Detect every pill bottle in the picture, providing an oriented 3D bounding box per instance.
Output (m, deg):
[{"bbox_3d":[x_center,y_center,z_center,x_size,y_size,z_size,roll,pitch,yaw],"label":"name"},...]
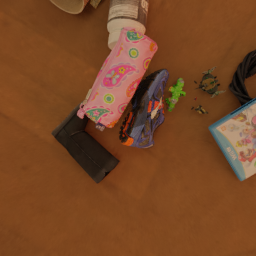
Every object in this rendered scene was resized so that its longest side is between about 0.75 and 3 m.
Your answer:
[{"bbox_3d":[-0.004,-3.242,8.081,1.120,1.120,1.968,6,85,1],"label":"pill bottle"}]

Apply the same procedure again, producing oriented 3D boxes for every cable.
[{"bbox_3d":[4.256,-1.403,8.108,2.643,0.671,2.157,-4,85,1],"label":"cable"}]

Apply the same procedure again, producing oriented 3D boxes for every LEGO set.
[{"bbox_3d":[2.307,-1.111,8.299,0.911,0.398,1.404,37,98,6],"label":"LEGO set"}]

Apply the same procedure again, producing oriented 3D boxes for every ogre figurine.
[{"bbox_3d":[1.404,-1.022,8.104,0.499,0.610,1.017,40,85,3],"label":"ogre figurine"}]

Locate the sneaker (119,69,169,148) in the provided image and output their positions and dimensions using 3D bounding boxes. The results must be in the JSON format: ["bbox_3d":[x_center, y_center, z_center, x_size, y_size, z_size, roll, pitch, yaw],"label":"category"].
[{"bbox_3d":[0.614,-0.548,7.995,0.994,0.955,2.535,29,78,-25],"label":"sneaker"}]

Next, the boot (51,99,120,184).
[{"bbox_3d":[-0.969,0.358,7.915,1.611,0.642,1.955,-45,81,7],"label":"boot"}]

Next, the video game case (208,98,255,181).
[{"bbox_3d":[3.808,0.053,7.699,2.629,0.234,1.881,-33,103,7],"label":"video game case"}]

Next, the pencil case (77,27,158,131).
[{"bbox_3d":[-0.287,-1.244,7.164,1.124,1.124,2.572,31,99,3],"label":"pencil case"}]

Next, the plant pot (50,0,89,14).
[{"bbox_3d":[-1.452,-4.687,8.035,1.828,1.828,1.951,33,73,3],"label":"plant pot"}]

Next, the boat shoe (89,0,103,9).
[{"bbox_3d":[-0.745,-4.074,8.576,0.960,0.352,0.301,-43,90,6],"label":"boat shoe"}]
